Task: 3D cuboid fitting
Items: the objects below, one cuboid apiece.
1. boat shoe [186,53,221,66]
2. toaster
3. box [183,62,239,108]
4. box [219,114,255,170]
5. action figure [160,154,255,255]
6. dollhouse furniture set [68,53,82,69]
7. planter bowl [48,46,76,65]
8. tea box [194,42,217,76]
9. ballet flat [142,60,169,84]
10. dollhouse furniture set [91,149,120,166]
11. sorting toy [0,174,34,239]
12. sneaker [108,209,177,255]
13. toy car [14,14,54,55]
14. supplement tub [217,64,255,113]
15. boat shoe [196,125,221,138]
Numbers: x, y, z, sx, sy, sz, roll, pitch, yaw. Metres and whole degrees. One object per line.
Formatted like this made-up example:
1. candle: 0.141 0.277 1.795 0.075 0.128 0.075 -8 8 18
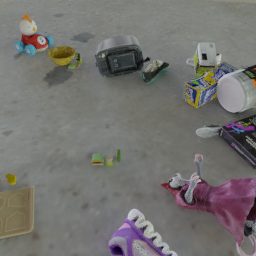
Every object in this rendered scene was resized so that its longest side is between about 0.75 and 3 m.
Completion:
1. boat shoe: 3.964 -3.629 14.584 1.811 0.595 0.652 -1 42 -1
2. toaster: -0.319 -3.604 13.766 2.667 1.516 1.723 -12 40 3
3. box: 3.682 -1.936 12.439 2.720 0.953 0.874 -29 49 -28
4. box: 5.056 0.299 10.328 2.734 0.493 1.954 -17 45 -20
5. action figure: 2.299 2.025 8.036 2.860 2.129 1.915 3 15 34
6. dollhouse furniture set: -2.732 -3.494 14.583 0.519 0.401 1.038 8 43 9
7. planter bowl: -3.421 -3.704 14.673 1.425 0.594 1.425 0 42 0
8. tea box: 3.707 -3.299 13.546 0.780 1.148 1.167 2 65 -2
9. ballet flat: 1.358 -2.891 13.600 0.678 0.682 1.995 -10 26 46
10. dollhouse furniture set: -0.766 0.988 9.630 1.021 0.394 0.510 -1 42 -1
11. sorting toy: -3.593 2.263 8.342 1.644 0.295 2.207 -12 43 -7
12. sneaker: 0.574 3.352 6.566 1.310 1.192 2.963 -32 46 -22
13. toy car: -5.331 -5.294 15.484 1.647 1.862 1.716 23 47 23
14. supplement tub: 5.250 -1.765 11.726 2.706 1.658 1.658 -21 46 -20
15. boat shoe: 3.043 0.092 10.689 1.109 0.400 0.393 -3 32 -18
